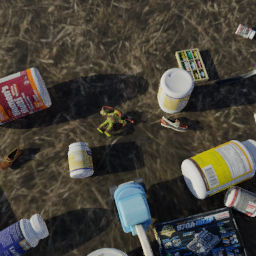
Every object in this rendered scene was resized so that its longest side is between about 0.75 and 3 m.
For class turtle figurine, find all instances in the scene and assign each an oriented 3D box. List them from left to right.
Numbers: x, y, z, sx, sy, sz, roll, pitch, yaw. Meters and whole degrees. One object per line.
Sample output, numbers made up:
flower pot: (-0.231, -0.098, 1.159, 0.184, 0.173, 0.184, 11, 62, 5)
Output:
turtle figurine: (-0.597, -0.263, 11.003, 1.435, 0.462, 1.157, 28, 71, 11)

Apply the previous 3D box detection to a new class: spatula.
spatula: (4.952, -2.209, 11.856, 2.893, 0.297, 0.818, -18, 77, -6)

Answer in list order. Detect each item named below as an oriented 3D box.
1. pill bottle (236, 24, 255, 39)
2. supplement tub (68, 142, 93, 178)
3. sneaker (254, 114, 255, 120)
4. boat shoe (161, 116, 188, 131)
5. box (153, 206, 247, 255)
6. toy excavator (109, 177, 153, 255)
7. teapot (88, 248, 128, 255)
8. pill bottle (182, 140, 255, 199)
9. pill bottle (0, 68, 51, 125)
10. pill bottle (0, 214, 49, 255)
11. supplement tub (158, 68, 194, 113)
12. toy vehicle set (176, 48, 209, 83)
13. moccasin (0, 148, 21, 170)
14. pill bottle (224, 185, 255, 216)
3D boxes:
pill bottle: (5.304, -4.326, 12.622, 0.753, 0.436, 0.436, 27, 71, 11)
supplement tub: (-1.737, 1.181, 10.233, 0.839, 0.839, 1.155, -9, 69, -4)
sneaker: (5.798, -0.524, 11.053, 1.666, 0.625, 0.722, -12, 64, -5)
boat shoe: (1.834, -0.161, 10.971, 1.074, 0.336, 0.382, 18, 26, 10)
box: (2.403, 3.981, 9.236, 2.705, 0.622, 2.150, -13, 69, -5)
toy excavator: (0.308, 3.032, 8.807, 1.220, 2.443, 2.375, -15, 102, -6)
teapot: (-0.609, 4.884, 8.427, 2.177, 1.590, 2.148, 16, 46, 37)
pill bottle: (3.351, 1.349, 9.833, 2.650, 1.448, 1.448, -21, 70, -9)
pill bottle: (-4.614, -1.085, 10.707, 2.955, 1.619, 1.619, -22, 70, -9)
pill bottle: (-3.580, 3.621, 9.184, 1.738, 1.005, 1.005, -29, 71, -11)
supplement tub: (1.786, -1.369, 10.784, 1.217, 1.674, 1.217, 0, 68, 0)
toy vehicle set: (2.742, -2.667, 12.090, 0.985, 0.210, 1.585, -11, 69, -4)
moccasin: (-4.424, 1.162, 10.490, 0.351, 0.371, 0.961, 41, 74, 15)
pill bottle: (4.123, 2.582, 9.704, 1.351, 0.782, 0.782, 22, 70, 8)
